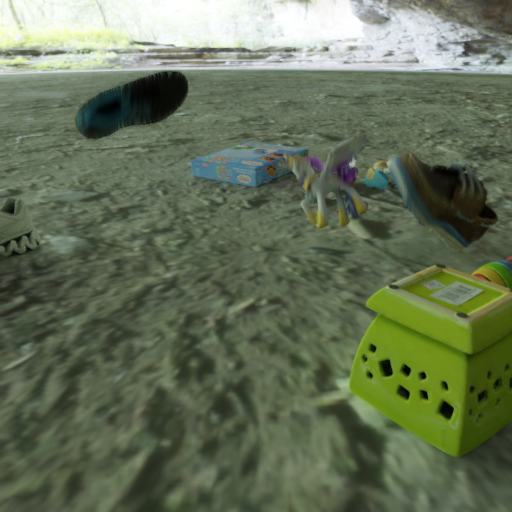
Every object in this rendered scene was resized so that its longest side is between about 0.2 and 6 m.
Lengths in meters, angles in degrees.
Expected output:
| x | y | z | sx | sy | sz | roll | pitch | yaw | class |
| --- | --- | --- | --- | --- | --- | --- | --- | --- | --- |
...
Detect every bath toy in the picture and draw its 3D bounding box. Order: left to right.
| x | y | z | sx | sy | sz | roll | pitch | yaw | class |
| --- | --- | --- | --- | --- | --- | --- | --- | --- | --- |
| 3.285 | -1.997 | 13.394 | 1.591 | 0.588 | 0.692 | -21 | 75 | -37 | bath toy |

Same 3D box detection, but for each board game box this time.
| x | y | z | sx | sy | sz | roll | pitch | yaw | class |
| --- | --- | --- | --- | --- | --- | --- | --- | --- | --- |
| -0.116 | -2.419 | 14.433 | 1.946 | 0.471 | 2.573 | 14 | 27 | 31 | board game box |

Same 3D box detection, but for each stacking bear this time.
| x | y | z | sx | sy | sz | roll | pitch | yaw | class |
| --- | --- | --- | --- | --- | --- | --- | --- | --- | --- |
| 3.125 | 0.446 | 7.465 | 1.211 | 0.736 | 0.689 | -17 | 18 | -19 | stacking bear |

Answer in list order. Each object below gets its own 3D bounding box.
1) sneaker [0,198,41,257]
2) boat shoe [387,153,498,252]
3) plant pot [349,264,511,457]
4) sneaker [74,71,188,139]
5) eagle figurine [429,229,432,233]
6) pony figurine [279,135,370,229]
| x | y | z | sx | sy | sz | roll | pitch | yaw | class |
| --- | --- | --- | --- | --- | --- | --- | --- | --- | --- |
| -4.399 | -0.261 | 8.774 | 0.848 | 0.914 | 2.256 | 10 | 26 | 18 | sneaker |
| 2.872 | -0.939 | 8.411 | 2.705 | 0.979 | 0.977 | 24 | 41 | -50 | boat shoe |
| 1.884 | 0.892 | 5.566 | 1.376 | 1.249 | 1.369 | -17 | 27 | -36 | plant pot |
| -2.087 | -2.648 | 9.782 | 2.144 | 0.785 | 0.878 | -31 | 12 | -16 | sneaker |
| 3.305 | -0.610 | 10.285 | 0.448 | 0.450 | 0.593 | -22 | 30 | -1 | eagle figurine |
| 1.349 | -1.335 | 9.985 | 1.522 | 1.313 | 1.577 | -20 | 72 | -10 | pony figurine |
